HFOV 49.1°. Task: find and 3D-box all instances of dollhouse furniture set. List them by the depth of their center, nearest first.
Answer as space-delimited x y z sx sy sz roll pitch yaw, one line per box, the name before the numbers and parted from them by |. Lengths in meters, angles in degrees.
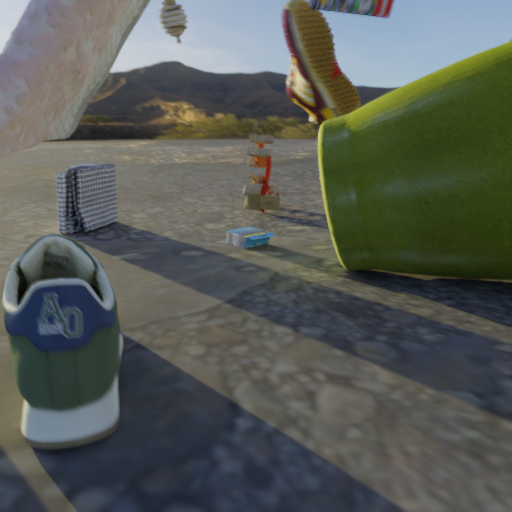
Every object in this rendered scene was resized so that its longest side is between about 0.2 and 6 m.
dollhouse furniture set | 0.238 -1.827 13.605 0.870 1.689 1.670 4 49 7

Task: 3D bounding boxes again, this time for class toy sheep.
toy sheep | -1.641 -4.668 11.108 0.608 0.882 0.608 -7 21 3

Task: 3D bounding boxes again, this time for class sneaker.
sneaker | -1.715 0.412 5.125 0.979 1.311 2.920 -5 15 -18
sneaker | 0.982 -3.686 11.151 1.265 2.807 1.052 9 55 42

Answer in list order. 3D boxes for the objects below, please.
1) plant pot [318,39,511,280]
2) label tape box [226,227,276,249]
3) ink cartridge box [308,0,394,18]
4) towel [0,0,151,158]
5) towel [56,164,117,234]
plant pot | 2.721 -1.108 7.903 3.361 3.491 3.491 -9 11 17
label tape box | -0.085 -0.302 10.028 0.563 0.260 0.786 -12 21 -37
ink cartridge box | 1.040 -2.482 5.239 1.107 0.279 0.603 4 44 -6
towel | -2.445 -2.856 7.606 0.551 3.420 3.266 35 14 -10
towel | -3.384 -1.202 11.432 0.677 1.309 1.581 6 15 12
